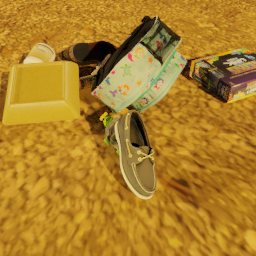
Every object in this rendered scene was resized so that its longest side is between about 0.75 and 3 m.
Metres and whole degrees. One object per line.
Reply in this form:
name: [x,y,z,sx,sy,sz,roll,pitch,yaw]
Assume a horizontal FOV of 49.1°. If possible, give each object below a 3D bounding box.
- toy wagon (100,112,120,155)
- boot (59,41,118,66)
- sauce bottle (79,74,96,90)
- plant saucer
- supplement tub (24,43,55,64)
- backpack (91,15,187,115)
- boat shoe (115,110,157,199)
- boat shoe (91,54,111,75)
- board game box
toy wagon: [-0.195,0.085,7.781,1.365,0.270,1.059,40,80,10]
boot: [-1.499,-3.006,11.405,1.263,0.973,2.606,7,10,44]
sauce bottle: [-1.292,-1.723,10.155,0.432,0.432,1.309,31,41,32]
plant saucer: [-2.642,-1.241,8.510,2.247,0.544,2.246,-5,57,-4]
supplement tub: [-3.441,-2.547,10.792,0.918,0.918,1.271,8,53,10]
backpack: [0.240,-1.672,8.583,2.094,2.469,2.781,45,62,-10]
boat shoe: [0.237,0.579,6.812,0.798,0.667,2.232,4,55,-33]
boat shoe: [-0.994,-2.328,10.528,1.127,0.366,0.406,-35,1,19]
board game box: [4.064,-2.068,10.511,2.665,0.756,2.203,-18,41,-20]
